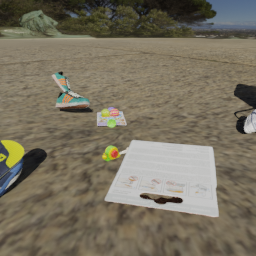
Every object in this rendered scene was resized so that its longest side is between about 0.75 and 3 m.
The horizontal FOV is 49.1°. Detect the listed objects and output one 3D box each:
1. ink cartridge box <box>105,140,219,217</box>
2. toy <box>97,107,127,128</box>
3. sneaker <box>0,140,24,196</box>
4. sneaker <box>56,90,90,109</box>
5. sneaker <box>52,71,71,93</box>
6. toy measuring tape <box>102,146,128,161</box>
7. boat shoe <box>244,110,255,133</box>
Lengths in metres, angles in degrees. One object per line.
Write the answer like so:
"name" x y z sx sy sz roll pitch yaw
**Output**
"ink cartridge box" 0.640 0.880 4.807 1.638 0.575 2.015 5 29 12
"toy" -0.504 -0.393 8.180 0.804 0.330 1.396 -2 21 -6
"sneaker" -2.332 0.969 4.383 0.652 0.725 1.763 36 51 12
"sneaker" -1.651 -0.864 8.259 1.379 0.551 0.492 2 -5 39
"sneaker" -2.055 -1.448 9.095 0.418 0.374 1.047 -36 70 -9
"toy measuring tape" -0.242 0.475 6.023 0.295 0.295 0.803 20 29 41
"boat shoe" 3.294 -0.169 7.438 0.417 0.470 1.277 -27 -3 31
